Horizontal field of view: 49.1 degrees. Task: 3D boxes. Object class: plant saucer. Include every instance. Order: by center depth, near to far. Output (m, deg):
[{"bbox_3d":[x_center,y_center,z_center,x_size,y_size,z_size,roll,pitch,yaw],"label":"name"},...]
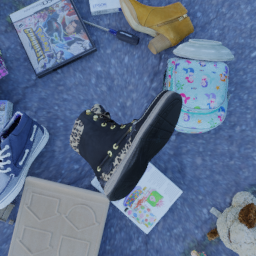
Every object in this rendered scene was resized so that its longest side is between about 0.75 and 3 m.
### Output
[{"bbox_3d":[2.468,-2.576,9.090,1.946,1.946,0.488,4,114,1],"label":"plant saucer"}]

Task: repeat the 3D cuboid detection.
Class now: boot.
[{"bbox_3d":[-0.172,0.020,6.128,1.948,0.947,2.587,39,106,38],"label":"boot"},{"bbox_3d":[-3.700,0.939,8.619,1.065,1.322,2.927,11,66,30],"label":"boot"},{"bbox_3d":[1.025,-3.998,9.822,1.814,0.892,2.534,-36,93,-10],"label":"boot"}]

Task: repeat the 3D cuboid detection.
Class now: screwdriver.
[{"bbox_3d":[-0.851,-3.610,10.023,2.766,0.386,0.402,27,106,6],"label":"screwdriver"}]

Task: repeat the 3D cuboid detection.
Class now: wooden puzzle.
[{"bbox_3d":[-2.152,3.174,8.888,2.738,0.684,2.956,13,93,3],"label":"wooden puzzle"}]

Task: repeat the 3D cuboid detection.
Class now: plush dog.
[{"bbox_3d":[3.408,3.157,8.347,1.753,1.877,2.185,-14,83,-2],"label":"plush dog"}]

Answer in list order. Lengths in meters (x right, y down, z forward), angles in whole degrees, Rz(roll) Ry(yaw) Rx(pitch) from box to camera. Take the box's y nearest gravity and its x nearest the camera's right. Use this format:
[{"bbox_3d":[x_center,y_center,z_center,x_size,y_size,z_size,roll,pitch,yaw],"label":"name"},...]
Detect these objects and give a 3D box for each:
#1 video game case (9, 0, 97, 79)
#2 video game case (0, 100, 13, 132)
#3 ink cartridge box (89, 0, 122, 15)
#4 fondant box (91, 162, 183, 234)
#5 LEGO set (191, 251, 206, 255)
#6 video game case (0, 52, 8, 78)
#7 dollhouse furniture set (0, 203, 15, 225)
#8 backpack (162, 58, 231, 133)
[{"bbox_3d":[-2.664,-3.375,9.928,2.308,0.326,2.554,-26,83,-1],"label":"video game case"},{"bbox_3d":[-5.123,0.061,9.443,2.206,0.501,2.000,2,83,0],"label":"video game case"},{"bbox_3d":[-0.613,-5.068,10.192,1.715,0.349,1.718,-9,83,-1],"label":"ink cartridge box"},{"bbox_3d":[0.273,1.897,9.111,2.410,0.702,1.738,41,84,6],"label":"fondant box"},{"bbox_3d":[2.627,4.280,8.883,1.397,0.643,0.520,42,76,12],"label":"LEGO set"},{"bbox_3d":[-5.122,-1.827,9.270,2.128,0.381,1.928,-33,49,-4],"label":"video game case"},{"bbox_3d":[-4.144,2.559,9.320,1.065,0.520,0.908,34,70,-25],"label":"dollhouse furniture set"},{"bbox_3d":[2.160,-1.022,9.032,2.111,1.790,2.378,5,88,1],"label":"backpack"}]
